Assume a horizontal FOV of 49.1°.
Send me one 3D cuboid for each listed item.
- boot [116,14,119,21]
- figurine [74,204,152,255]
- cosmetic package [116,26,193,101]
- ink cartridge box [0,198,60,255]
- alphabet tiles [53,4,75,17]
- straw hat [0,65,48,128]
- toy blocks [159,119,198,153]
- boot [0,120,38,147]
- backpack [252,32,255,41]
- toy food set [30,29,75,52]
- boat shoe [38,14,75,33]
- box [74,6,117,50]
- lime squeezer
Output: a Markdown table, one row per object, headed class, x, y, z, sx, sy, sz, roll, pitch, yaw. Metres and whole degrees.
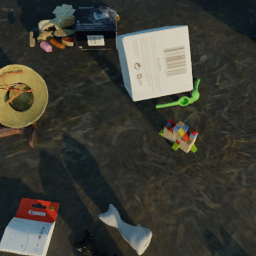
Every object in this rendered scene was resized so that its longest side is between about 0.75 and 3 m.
| class | x | y | z | sx | sy | sz | roll | pitch | yaw |
| --- | --- | --- | --- | --- | --- | --- | --- | --- | --- |
| boot | -1.145 | -6.000 | 14.854 | 1.186 | 0.427 | 0.917 | -13 | 58 | -15 |
| figurine | -0.457 | 3.406 | 8.474 | 1.763 | 0.778 | 1.807 | 32 | 61 | 24 |
| cosmetic package | 0.803 | -2.256 | 9.430 | 1.982 | 1.994 | 2.383 | -12 | 19 | -3 |
| ink cartridge box | -3.060 | 3.067 | 8.849 | 1.368 | 0.404 | 1.709 | 7 | 58 | 5 |
| alphabet tiles | -3.505 | -6.395 | 15.321 | 1.091 | 0.081 | 1.115 | 14 | 58 | 9 |
| straw hat | -4.201 | -1.194 | 11.191 | 2.519 | 1.066 | 2.519 | 0 | 83 | 3 |
| toy blocks | 1.907 | 0.217 | 10.349 | 1.534 | 1.049 | 0.767 | 36 | 63 | 22 |
| boot | -4.328 | 0.240 | 10.640 | 1.657 | 0.532 | 1.544 | -8 | 44 | -9 |
| backpack | 7.960 | -4.822 | 13.156 | 2.958 | 1.990 | 2.700 | -32 | 61 | -21 |
| toy food set | -3.617 | -4.277 | 13.793 | 2.273 | 0.358 | 1.445 | -5 | 57 | -12 |
| boat shoe | -3.569 | -5.208 | 14.210 | 1.912 | 0.690 | 0.621 | -15 | 65 | -5 |
| box | -1.529 | -4.911 | 13.690 | 1.961 | 1.171 | 1.994 | -1 | 55 | -1 |
| lime squeezer | 2.385 | -1.354 | 11.758 | 2.519 | 0.475 | 0.889 | -33 | 63 | -19 |
